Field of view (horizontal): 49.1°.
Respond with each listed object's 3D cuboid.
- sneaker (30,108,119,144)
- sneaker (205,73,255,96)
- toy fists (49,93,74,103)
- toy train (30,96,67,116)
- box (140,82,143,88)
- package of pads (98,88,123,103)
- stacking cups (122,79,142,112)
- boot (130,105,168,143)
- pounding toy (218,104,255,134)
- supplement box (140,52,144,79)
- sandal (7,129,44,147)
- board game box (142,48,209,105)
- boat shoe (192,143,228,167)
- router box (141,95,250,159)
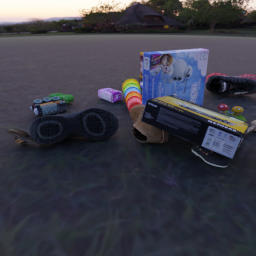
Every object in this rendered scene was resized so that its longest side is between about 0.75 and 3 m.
[{"bbox_3d":[-1.705,-0.137,9.095,2.830,1.075,1.284,-2,7,-20],"label":"sneaker"},{"bbox_3d":[5.062,-2.032,13.471,2.877,1.017,1.405,10,24,27],"label":"sneaker"},{"bbox_3d":[-3.032,-1.326,12.603,1.197,0.412,0.610,13,14,31],"label":"toy fists"},{"bbox_3d":[-3.178,-0.867,11.348,1.415,0.603,0.807,-15,37,-31],"label":"toy train"},{"bbox_3d":[0.930,-2.339,15.277,0.497,0.173,0.835,1,21,1],"label":"box"},{"bbox_3d":[-0.839,-1.551,13.091,0.676,0.424,1.121,-20,30,-34],"label":"package of pads"},{"bbox_3d":[0.191,-1.310,12.251,0.861,0.861,2.847,-1,28,-2],"label":"stacking cups"},{"bbox_3d":[0.426,-0.184,9.381,0.868,0.846,2.299,-9,28,-20],"label":"boot"},{"bbox_3d":[3.755,-0.408,9.935,1.308,0.787,1.695,-13,26,-27],"label":"pounding toy"},{"bbox_3d":[1.623,-3.735,16.788,1.571,1.550,1.043,-7,24,-17],"label":"supplement box"},{"bbox_3d":[-3.220,0.364,8.704,1.340,0.366,0.547,22,8,11],"label":"sandal"},{"bbox_3d":[1.735,-1.549,10.351,2.537,2.550,0.553,-12,26,-27],"label":"board game box"},{"bbox_3d":[2.282,0.699,7.858,0.460,0.394,1.258,-6,25,-28],"label":"boat shoe"},{"bbox_3d":[2.082,-0.181,8.397,2.738,0.715,2.153,24,20,22],"label":"router box"}]
